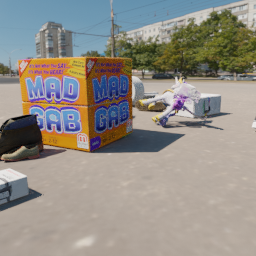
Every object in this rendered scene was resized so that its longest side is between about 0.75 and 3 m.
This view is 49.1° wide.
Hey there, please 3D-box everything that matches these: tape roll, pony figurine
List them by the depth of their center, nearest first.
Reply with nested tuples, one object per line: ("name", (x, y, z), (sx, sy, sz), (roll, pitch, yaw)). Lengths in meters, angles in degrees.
("pony figurine", (1.985, -1.079, 11.673), (2.332, 1.942, 2.251), (-34, 52, -9))
("tape roll", (-0.050, -2.348, 17.851), (1.887, 1.887, 1.295), (7, 13, 29))

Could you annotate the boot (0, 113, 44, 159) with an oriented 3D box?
("boot", (-3.383, 0.231, 7.466), (2.210, 1.071, 0.826), (-10, 15, -39))

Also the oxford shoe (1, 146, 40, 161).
("oxford shoe", (-2.795, 0.640, 7.274), (0.940, 0.352, 0.331), (-7, 14, -30))

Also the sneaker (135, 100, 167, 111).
("sneaker", (1.295, -1.178, 15.826), (1.841, 0.648, 0.695), (9, -6, 30))

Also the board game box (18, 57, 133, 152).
("board game box", (-1.587, -0.950, 9.234), (2.602, 2.603, 2.605), (6, 15, 28))

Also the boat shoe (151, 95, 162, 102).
("boat shoe", (2.443, -1.826, 18.741), (1.885, 0.704, 0.874), (-12, -36, 35))

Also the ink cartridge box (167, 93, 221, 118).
("ink cartridge box", (3.433, -1.230, 14.597), (2.413, 1.013, 1.747), (-10, 16, -41))

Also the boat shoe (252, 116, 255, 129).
("boat shoe", (5.592, -0.201, 9.620), (0.947, 0.895, 2.641), (12, 3, -30))

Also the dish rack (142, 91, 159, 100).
("dish rack", (1.152, -2.172, 19.374), (1.792, 0.390, 1.538), (-5, -12, -28))

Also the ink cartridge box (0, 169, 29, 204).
("ink cartridge box", (-2.387, 1.083, 5.045), (0.683, 0.392, 0.940), (10, 15, 39))
